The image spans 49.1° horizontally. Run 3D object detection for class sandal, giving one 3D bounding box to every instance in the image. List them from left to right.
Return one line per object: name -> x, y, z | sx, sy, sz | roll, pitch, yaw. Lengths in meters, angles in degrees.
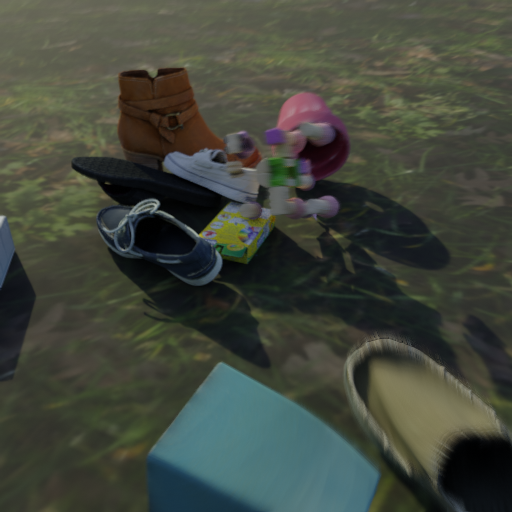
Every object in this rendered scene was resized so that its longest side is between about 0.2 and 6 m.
sandal -> -2.116, -1.250, 10.592 | 2.913, 0.697, 1.095 | 15, 22, -1

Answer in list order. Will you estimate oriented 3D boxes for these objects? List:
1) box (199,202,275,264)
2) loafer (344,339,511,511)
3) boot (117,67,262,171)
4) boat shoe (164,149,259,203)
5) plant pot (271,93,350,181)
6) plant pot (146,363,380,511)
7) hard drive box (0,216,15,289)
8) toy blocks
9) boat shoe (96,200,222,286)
box -> -0.337, -0.371, 9.488 | 0.916, 0.378, 1.561 | 13, 33, 18
loafer -> 1.915, 1.744, 5.261 | 1.161, 1.075, 3.087 | -31, 44, -13
boot -> -1.323, -2.678, 11.290 | 2.911, 2.260, 1.116 | -2, 33, -3
boat shoe -> -0.824, -1.642, 10.413 | 2.160, 0.710, 0.777 | 29, 19, 34
plant pot -> 1.051, -2.528, 11.454 | 1.544, 1.544, 1.382 | -2, 50, -3
plant pot -> 0.109, 2.062, 4.996 | 1.742, 1.231, 1.230 | 19, 38, 19
hard drive box -> -4.555, 0.149, 8.379 | 1.380, 0.680, 1.770 | -5, 33, -7
toy blocks -> 0.586, -1.387, 9.639 | 1.720, 1.607, 1.448 | -4, 2, 30
boat shoe -> -1.700, -0.328, 8.842 | 2.609, 0.807, 0.977 | 29, 71, 34
